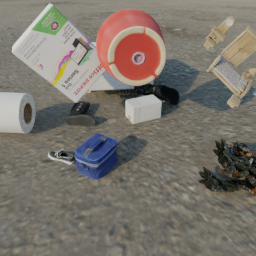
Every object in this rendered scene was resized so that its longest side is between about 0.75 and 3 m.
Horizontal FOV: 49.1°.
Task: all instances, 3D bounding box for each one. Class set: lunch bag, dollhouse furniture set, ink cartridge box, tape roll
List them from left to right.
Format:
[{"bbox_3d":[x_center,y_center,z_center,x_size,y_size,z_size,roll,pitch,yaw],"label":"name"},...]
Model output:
[{"bbox_3d":[-4.050,-0.540,9.995,1.001,1.459,1.459,3,33,4],"label":"tape roll"},{"bbox_3d":[-2.059,-2.319,8.965,1.824,2.519,1.058,-47,33,5],"label":"ink cartridge box"},{"bbox_3d":[-0.972,0.803,8.383,0.928,0.904,1.366,17,35,25],"label":"lunch bag"},{"bbox_3d":[3.074,-2.082,8.218,2.000,1.145,2.345,43,46,-2],"label":"dollhouse furniture set"}]

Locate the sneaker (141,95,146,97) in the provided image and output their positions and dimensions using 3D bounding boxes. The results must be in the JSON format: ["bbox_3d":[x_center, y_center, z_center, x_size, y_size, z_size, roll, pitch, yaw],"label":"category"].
[{"bbox_3d":[0.909,-1.378,12.340,0.767,0.340,0.289,18,38,26],"label":"sneaker"}]

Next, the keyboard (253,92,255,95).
[{"bbox_3d":[6.334,-1.455,12.741,1.196,0.064,0.337,18,32,26],"label":"keyboard"}]

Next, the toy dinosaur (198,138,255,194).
[{"bbox_3d":[3.185,1.155,7.571,1.943,1.462,2.863,11,9,-12],"label":"toy dinosaur"}]

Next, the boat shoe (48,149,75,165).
[{"bbox_3d":[-2.117,0.855,8.836,0.978,0.334,0.361,18,37,26],"label":"boat shoe"}]

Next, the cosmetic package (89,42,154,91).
[{"bbox_3d":[-0.509,-2.994,13.185,2.922,1.796,2.912,-2,24,-9],"label":"cosmetic package"}]

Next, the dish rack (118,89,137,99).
[{"bbox_3d":[0.003,-1.529,12.638,0.870,0.309,1.134,-3,34,-2],"label":"dish rack"}]

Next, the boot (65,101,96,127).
[{"bbox_3d":[-1.716,-0.598,11.069,1.168,0.465,1.417,5,28,4],"label":"boot"}]

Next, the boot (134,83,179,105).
[{"bbox_3d":[1.197,-1.498,11.865,1.431,0.646,1.747,14,-2,41],"label":"boot"}]

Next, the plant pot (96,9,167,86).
[{"bbox_3d":[0.145,-2.100,7.659,2.081,2.081,1.841,-4,26,-6],"label":"plant pot"}]

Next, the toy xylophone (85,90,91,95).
[{"bbox_3d":[-2.097,-1.862,13.166,1.057,0.265,0.774,6,33,9],"label":"toy xylophone"}]

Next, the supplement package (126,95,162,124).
[{"bbox_3d":[0.603,-0.742,10.963,1.234,0.739,0.748,-13,35,-20],"label":"supplement package"}]
